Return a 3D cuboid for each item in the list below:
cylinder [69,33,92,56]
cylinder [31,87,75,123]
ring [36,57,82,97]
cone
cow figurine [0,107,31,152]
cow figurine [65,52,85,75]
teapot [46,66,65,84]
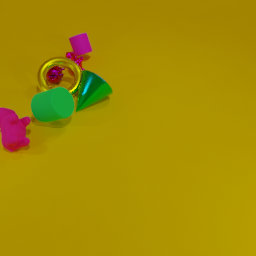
[{"bbox_3d":[-2.003,-3.523,11.871,0.792,0.792,0.792,-17,16,5],"label":"cylinder"},{"bbox_3d":[-2.261,-0.688,8.435,0.930,0.930,0.930,-10,32,32],"label":"cylinder"},{"bbox_3d":[-2.394,-1.772,9.907,1.621,0.324,1.621,2,76,-10],"label":"ring"},{"bbox_3d":[-1.388,-1.041,9.428,1.278,1.278,1.283,25,73,26],"label":"cone"},{"bbox_3d":[-3.413,0.040,8.035,1.392,0.777,1.415,-20,68,34],"label":"cow figurine"},{"bbox_3d":[-2.167,-2.544,11.137,0.577,1.051,1.034,-8,-1,-40],"label":"cow figurine"},{"bbox_3d":[-2.700,-2.036,10.519,0.576,0.731,1.176,7,34,3],"label":"teapot"}]
